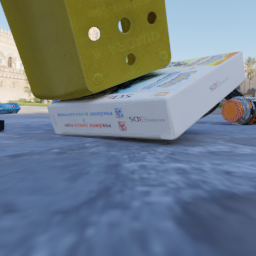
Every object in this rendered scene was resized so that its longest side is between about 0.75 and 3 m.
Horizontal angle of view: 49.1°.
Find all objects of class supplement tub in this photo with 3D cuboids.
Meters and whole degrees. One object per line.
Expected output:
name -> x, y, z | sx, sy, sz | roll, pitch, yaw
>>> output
supplement tub -> 3.829, -0.561, 9.137 | 1.508, 0.924, 0.924 | -3, 5, -31

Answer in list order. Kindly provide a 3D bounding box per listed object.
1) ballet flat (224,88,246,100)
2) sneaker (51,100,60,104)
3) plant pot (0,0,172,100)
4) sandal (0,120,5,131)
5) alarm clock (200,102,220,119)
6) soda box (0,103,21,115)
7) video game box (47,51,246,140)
ballet flat -> 3.602, -1.293, 10.503 | 0.837, 2.945, 0.979 | -49, -2, 39
sneaker -> -1.290, -0.588, 9.120 | 2.863, 1.103, 1.220 | 5, 38, 23
plant pot -> -0.566, -1.707, 4.666 | 2.291, 2.291, 2.021 | -25, 28, -25
sandal -> -3.697, -0.255, 6.256 | 2.584, 0.618, 0.971 | 2, 4, 29
alarm clock -> 2.660, -1.074, 10.624 | 1.660, 0.819, 2.461 | -13, -23, -13
soda box -> -3.636, -0.582, 8.409 | 0.267, 0.252, 0.786 | -41, -14, 25
video game box -> 0.393, -0.641, 5.039 | 2.515, 0.646, 2.761 | 3, 26, 40
